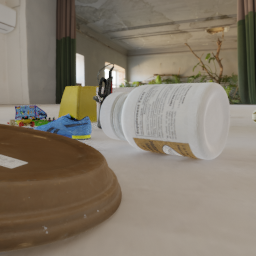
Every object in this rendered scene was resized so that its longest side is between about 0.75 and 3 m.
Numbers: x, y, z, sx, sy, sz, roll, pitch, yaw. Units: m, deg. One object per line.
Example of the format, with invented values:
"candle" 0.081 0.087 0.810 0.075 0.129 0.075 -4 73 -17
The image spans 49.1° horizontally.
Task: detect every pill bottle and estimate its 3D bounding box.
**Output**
"pill bottle" 0.592 -0.173 5.178 2.212 1.265 1.265 5 8 39

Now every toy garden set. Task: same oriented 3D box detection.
"toy garden set" -3.663 -0.283 10.397 1.818 0.363 1.515 5 8 38

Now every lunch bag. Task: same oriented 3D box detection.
"lunch bag" -4.603 -0.686 13.484 1.037 0.648 1.377 -2 -3 9

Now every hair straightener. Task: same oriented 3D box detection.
"hair straightener" -0.695 -0.975 8.621 0.421 2.058 0.792 11 4 30

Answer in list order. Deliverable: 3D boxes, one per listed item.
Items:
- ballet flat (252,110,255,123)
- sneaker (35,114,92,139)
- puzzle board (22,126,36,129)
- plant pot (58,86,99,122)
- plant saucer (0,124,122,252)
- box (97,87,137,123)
"ballet flat" 4.905 -0.440 9.913 0.888 0.888 2.431 1 8 8
"sneaker" -1.682 -0.059 7.168 1.636 0.641 0.539 1 8 18
"puzzle board" -3.307 0.083 8.052 1.748 0.152 1.317 -4 8 -38
"plant pot" -1.957 -1.083 12.416 1.735 1.530 1.735 -4 8 -41
"plant saucer" -1.360 0.315 2.760 2.695 0.397 2.695 11 7 -1
"box" 0.283 -0.776 10.136 2.723 1.380 1.531 0 7 -3
